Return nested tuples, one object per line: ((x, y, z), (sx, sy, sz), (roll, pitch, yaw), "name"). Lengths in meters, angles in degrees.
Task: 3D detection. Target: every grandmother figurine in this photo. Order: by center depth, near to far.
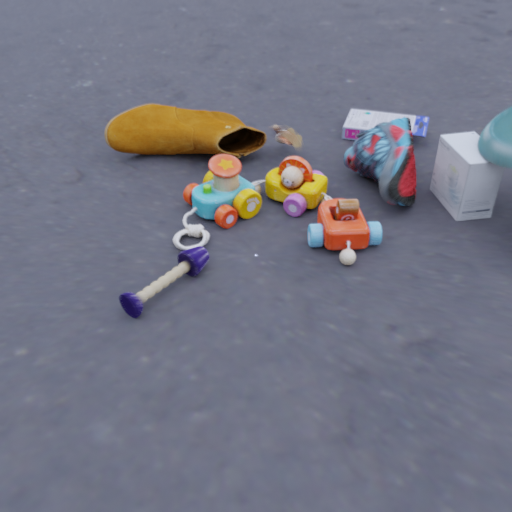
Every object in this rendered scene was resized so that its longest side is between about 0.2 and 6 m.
((0.568, -2.277, 10.744), (0.321, 0.643, 1.060), (-43, 12, 1), "grandmother figurine")

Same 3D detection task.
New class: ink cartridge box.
((2.700, -2.665, 11.684), (1.671, 0.351, 0.997), (8, 38, 16), "ink cartridge box")

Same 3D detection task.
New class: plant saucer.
((4.355, -1.930, 8.442), (1.933, 0.265, 1.933), (-16, 33, 11), "plant saucer")

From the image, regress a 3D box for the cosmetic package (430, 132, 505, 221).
((3.474, -1.330, 9.297), (0.664, 1.080, 1.077), (-6, 37, -8), "cosmetic package")

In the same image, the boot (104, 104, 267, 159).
((-1.294, -2.295, 10.563), (2.660, 0.936, 1.904), (-15, 29, -32), "boot")

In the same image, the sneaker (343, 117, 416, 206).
((2.184, -1.584, 9.954), (1.241, 1.031, 2.599), (-6, 29, 17), "sneaker")

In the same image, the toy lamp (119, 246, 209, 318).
((-1.213, 0.301, 7.704), (0.420, 0.420, 1.443), (26, 43, 30), "toy lamp")

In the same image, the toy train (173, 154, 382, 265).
((0.306, -0.885, 8.873), (3.191, 0.887, 2.397), (0, 37, 0), "toy train")
